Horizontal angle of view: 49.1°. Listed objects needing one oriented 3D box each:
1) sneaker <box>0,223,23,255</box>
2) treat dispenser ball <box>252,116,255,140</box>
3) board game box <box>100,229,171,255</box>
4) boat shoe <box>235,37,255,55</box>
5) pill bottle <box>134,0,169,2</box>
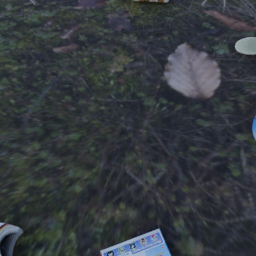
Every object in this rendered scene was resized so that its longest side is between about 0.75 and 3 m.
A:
[{"bbox_3d":[-2.474,2.639,4.704,0.964,0.802,2.140,-2,52,6],"label":"sneaker"},{"bbox_3d":[3.619,0.008,6.539,1.304,1.304,1.304,0,51,0],"label":"treat dispenser ball"},{"bbox_3d":[0.251,2.612,5.028,1.204,0.337,1.179,-16,53,-12],"label":"board game box"},{"bbox_3d":[4.292,-2.680,9.141,1.515,0.472,0.565,-3,95,13],"label":"boat shoe"},{"bbox_3d":[0.653,-5.723,11.219,2.090,1.195,1.195,4,51,2],"label":"pill bottle"}]
